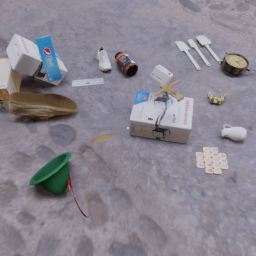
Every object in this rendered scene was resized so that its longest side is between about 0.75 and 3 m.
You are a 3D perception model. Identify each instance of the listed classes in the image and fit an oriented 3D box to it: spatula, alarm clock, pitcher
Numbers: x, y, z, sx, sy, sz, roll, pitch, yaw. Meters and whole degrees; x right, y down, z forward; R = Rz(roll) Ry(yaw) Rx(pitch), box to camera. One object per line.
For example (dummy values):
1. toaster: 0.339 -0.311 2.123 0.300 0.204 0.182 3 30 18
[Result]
1. spatula: 3.926 -4.149 15.240 1.859 0.215 2.673 -13 51 -12
2. alarm clock: 5.550 -3.117 14.105 1.863 0.620 1.256 31 53 21
3. pitcher: 4.358 0.146 11.508 0.930 0.564 0.798 8 42 21

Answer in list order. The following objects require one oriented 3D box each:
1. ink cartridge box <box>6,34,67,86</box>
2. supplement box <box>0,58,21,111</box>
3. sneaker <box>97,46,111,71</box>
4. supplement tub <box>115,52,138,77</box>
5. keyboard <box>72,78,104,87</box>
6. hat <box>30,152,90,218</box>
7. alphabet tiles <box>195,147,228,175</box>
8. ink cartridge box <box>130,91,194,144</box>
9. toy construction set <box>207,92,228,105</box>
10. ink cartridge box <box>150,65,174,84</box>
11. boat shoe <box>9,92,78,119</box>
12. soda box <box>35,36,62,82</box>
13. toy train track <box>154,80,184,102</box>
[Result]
1. ink cartridge box: -4.253 -3.144 13.072 2.328 0.980 1.683 17 32 -47
2. supplement box: -5.537 -2.004 12.714 0.790 1.354 2.149 -5 50 -5
3. sneaker: -1.285 -3.560 14.427 0.609 0.712 1.634 -15 53 -13
4. supplement tub: -0.131 -3.287 14.169 0.761 0.761 1.422 -24 55 -19
5. keyboard: -1.977 -2.229 13.750 1.526 0.081 0.430 -6 56 -5
6. hat: -2.281 2.141 9.983 1.715 1.823 2.071 -29 15 18
7. alphabet tiles: 3.242 1.253 10.849 1.191 0.089 1.218 4 50 3
8. ink cartridge box: 1.409 -0.478 11.668 2.432 1.044 1.781 8 51 8
9. toy construction set: 4.059 -1.392 12.822 0.901 0.415 0.591 13 75 20
10. ink cartridge box: 1.341 -2.094 11.015 0.724 0.420 1.003 35 24 4
11. boat shoe: -3.630 -0.903 12.128 2.821 0.910 1.005 6 40 -18
12. soda box: -3.177 -2.779 11.274 0.586 1.729 0.555 -17 24 -12
13. toy train track: 1.503 -1.176 9.562 1.004 0.285 1.750 -30 26 0
